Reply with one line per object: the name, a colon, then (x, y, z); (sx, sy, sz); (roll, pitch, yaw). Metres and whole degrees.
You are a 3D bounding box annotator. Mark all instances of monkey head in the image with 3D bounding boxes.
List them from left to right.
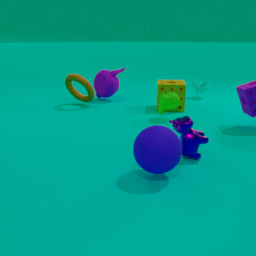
monkey head: (1.369, -0.798, 9.379); (0.675, 0.806, 1.121); (11, 3, -4)
monkey head: (3.245, -1.902, 12.464); (0.612, 0.731, 1.016); (-28, -6, 4)

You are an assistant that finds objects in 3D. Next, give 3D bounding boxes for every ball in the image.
ball: (0.581, 0.426, 5.545); (0.965, 0.965, 0.965); (0, 19, 0)

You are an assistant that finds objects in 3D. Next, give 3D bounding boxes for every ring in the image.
ring: (-1.905, -1.559, 11.053); (1.357, 1.357, 0.271); (12, 52, 32)

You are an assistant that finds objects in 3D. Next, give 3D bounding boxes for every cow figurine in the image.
cow figurine: (1.329, 0.223, 6.411); (0.972, 0.988, 0.542); (12, 23, -13)

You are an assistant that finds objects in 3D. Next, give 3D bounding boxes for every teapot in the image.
teapot: (-0.828, -1.936, 12.020); (0.936, 1.911, 1.188); (-11, 62, -48)

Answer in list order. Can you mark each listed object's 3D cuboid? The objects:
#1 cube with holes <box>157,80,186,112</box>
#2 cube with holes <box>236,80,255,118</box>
cube with holes: (1.634, -1.245, 10.744); (1.030, 1.030, 1.030); (2, 19, 5)
cube with holes: (3.919, -0.935, 8.429); (0.871, 0.871, 0.871); (-19, 11, 8)
